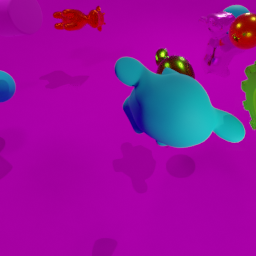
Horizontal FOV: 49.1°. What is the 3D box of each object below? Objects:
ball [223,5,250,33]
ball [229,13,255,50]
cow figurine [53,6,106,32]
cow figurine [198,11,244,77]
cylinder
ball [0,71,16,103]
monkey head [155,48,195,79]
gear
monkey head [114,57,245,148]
[{"bbox_3d":[3.137,-3.101,8.286,0.977,0.977,0.977,0,44,0],"label":"ball"},{"bbox_3d":[2.688,-2.174,6.321,0.789,0.789,0.789,0,44,0],"label":"ball"},{"bbox_3d":[-1.691,-3.869,10.007,1.564,0.872,1.589,-18,26,-35],"label":"cow figurine"},{"bbox_3d":[2.428,-2.271,7.688,1.635,1.661,0.912,8,28,-35],"label":"cow figurine"},{"bbox_3d":[-2.457,-2.436,6.074,0.846,0.846,0.846,9,42,34],"label":"cylinder"},{"bbox_3d":[-3.480,-1.110,7.519,0.861,0.861,0.861,0,44,0],"label":"ball"},{"bbox_3d":[0.926,-1.185,6.825,1.315,1.102,1.828,-11,43,-12],"label":"monkey head"},{"bbox_3d":[1.733,-0.237,3.269,0.216,1.169,1.169,-19,46,-1],"label":"gear"},{"bbox_3d":[0.680,-0.427,4.089,1.986,1.197,1.429,28,67,-8],"label":"monkey head"}]
